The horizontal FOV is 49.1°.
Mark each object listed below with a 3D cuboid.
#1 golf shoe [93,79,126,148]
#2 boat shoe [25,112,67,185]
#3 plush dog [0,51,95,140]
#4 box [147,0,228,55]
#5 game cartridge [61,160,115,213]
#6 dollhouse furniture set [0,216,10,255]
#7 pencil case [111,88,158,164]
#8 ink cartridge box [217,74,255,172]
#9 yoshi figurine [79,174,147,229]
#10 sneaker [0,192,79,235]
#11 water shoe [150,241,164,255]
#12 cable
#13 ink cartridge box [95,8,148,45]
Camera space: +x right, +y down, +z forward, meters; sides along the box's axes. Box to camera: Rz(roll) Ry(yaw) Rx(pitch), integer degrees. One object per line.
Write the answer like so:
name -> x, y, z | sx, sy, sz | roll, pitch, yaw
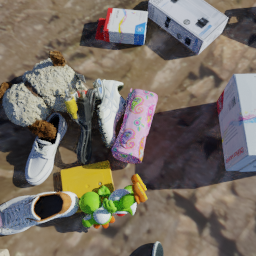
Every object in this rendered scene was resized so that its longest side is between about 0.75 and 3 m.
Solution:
golf shoe -> -0.492, -0.595, 9.642 | 1.233, 0.993, 2.536 | -6, 70, -8
boat shoe -> -2.718, 0.632, 9.211 | 0.890, 0.813, 2.473 | 21, 71, 8
plush dog -> -2.822, -1.066, 9.092 | 2.878, 2.309, 2.472 | 41, 77, 13
box -> 2.293, -4.400, 11.111 | 1.621, 0.836, 2.780 | -43, 75, -14
game cartridge -> -1.282, 1.903, 9.052 | 1.628, 0.264, 1.435 | -11, 70, -1
dollhouse furniture set -> -5.001, 3.309, 7.646 | 2.515, 1.785, 1.993 | -10, 97, 14
pencil case -> 0.234, -0.100, 9.347 | 1.101, 1.101, 2.519 | 13, 70, 5
ink cartridge box -> 4.144, -0.099, 8.881 | 1.928, 1.937, 2.666 | 0, 69, 0
yoshi figurine -> -0.574, 2.083, 8.248 | 2.135, 1.200, 1.196 | -32, 54, 7
sneaker -> -2.992, 2.411, 8.266 | 2.866, 1.213, 1.043 | -18, 70, 3
water shoe -> 0.664, 3.964, 8.109 | 0.530, 0.480, 1.343 | -19, 39, 35
cable -> -1.495, -0.197, 9.069 | 0.677, 2.690, 1.306 | 10, 28, 18
ink cartridge box -> -0.276, -4.023, 11.055 | 1.990, 0.669, 1.156 | 6, 69, 3
